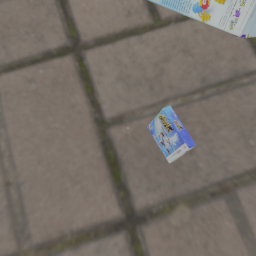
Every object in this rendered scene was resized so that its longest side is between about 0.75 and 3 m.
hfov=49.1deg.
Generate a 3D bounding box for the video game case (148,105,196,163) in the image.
[{"bbox_3d":[0.838,0.149,5.651,0.212,0.844,0.931,-23,74,-29],"label":"video game case"}]

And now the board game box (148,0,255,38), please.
[{"bbox_3d":[1.351,-2.419,4.705,2.080,1.091,1.071,35,35,26],"label":"board game box"}]
